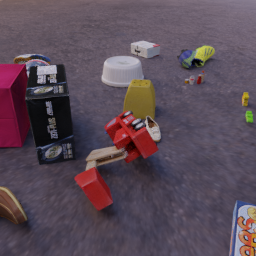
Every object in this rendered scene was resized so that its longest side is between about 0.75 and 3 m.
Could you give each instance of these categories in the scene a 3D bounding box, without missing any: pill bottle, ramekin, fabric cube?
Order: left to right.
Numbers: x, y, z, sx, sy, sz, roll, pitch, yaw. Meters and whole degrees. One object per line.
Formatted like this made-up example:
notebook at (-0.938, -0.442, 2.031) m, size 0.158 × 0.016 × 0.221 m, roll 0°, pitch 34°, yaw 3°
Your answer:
fabric cube at (-3.718, -0.626, 7.573) m, size 1.800 × 1.805 × 1.771 m, roll -2°, pitch 30°, yaw -6°
pill bottle at (-3.218, -1.423, 9.428) m, size 1.229 × 1.229 × 2.055 m, roll -2°, pitch 31°, yaw -3°
ramekin at (-0.211, -2.336, 11.337) m, size 1.734 × 0.807 × 1.734 m, roll 1°, pitch 31°, yaw 0°

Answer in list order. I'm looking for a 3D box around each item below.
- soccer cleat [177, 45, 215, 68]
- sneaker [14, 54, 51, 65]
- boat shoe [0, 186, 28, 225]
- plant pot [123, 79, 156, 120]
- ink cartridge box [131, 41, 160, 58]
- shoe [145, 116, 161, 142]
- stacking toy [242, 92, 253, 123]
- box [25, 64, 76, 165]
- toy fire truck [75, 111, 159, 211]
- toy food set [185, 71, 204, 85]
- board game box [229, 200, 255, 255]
soccer cleat at (3.338, -3.269, 13.181) m, size 2.453 × 0.793 × 1.026 m, roll -20°, pitch 66°, yaw -36°
sneaker at (-4.345, -3.175, 12.902) m, size 1.705 × 0.642 × 0.752 m, roll 3°, pitch 31°, yaw 4°
boat shoe at (-2.541, 1.442, 5.333) m, size 1.708 × 0.615 × 0.577 m, roll 17°, pitch 40°, yaw 36°
plant pot at (0.383, -0.965, 8.862) m, size 0.997 × 1.027 × 1.004 m, roll 4°, pitch 32°, yaw 6°
ink cartridge box at (0.886, -4.073, 14.485) m, size 0.918 × 0.533 × 1.273 m, roll -23°, pitch 38°, yaw -33°
shoe at (0.669, 0.020, 7.932) m, size 0.383 × 0.292 × 1.094 m, roll -5°, pitch 31°, yaw -9°
stacking toy at (4.392, -0.531, 8.786) m, size 1.404 × 0.438 × 1.863 m, roll 6°, pitch 34°, yaw 13°
box at (-1.973, -0.452, 7.264) m, size 0.943 × 1.793 × 2.189 m, roll -7°, pitch 33°, yaw -12°
toy fire truck at (-0.308, 0.523, 6.217) m, size 1.794 × 0.620 × 2.544 m, roll -32°, pitch 21°, yaw -3°
toy food set at (2.723, -2.009, 11.197) m, size 0.883 × 0.397 × 0.421 m, roll -10°, pitch 32°, yaw -16°
board game box at (2.320, 2.179, 4.255) m, size 1.510 × 0.384 × 2.231 m, roll 11°, pitch 33°, yaw 18°
